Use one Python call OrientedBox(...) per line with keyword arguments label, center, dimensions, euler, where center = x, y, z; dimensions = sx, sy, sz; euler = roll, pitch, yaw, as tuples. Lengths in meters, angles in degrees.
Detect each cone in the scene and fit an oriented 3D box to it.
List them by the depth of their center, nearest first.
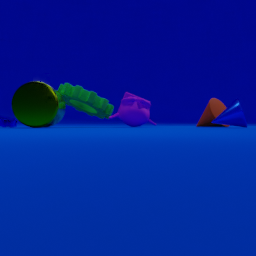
OrientedBox(label="cone", center=(2.947, -0.307, 8.376), dimensions=(0.914, 0.911, 0.911), euler=(-19, -5, 18))
OrientedBox(label="cone", center=(2.772, -0.288, 9.706), dimensions=(1.094, 1.094, 1.099), euler=(-1, -26, -41))

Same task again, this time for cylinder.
OrientedBox(label="cylinder", center=(-2.595, -0.659, 8.317), dimensions=(1.287, 1.287, 1.287), euler=(0, 1, -3))

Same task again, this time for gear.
OrientedBox(label="gear", center=(-4.221, -0.253, 8.968), dimensions=(1.247, 0.231, 1.247), euler=(11, 3, -1))
OrientedBox(label="gear", center=(-1.466, -0.887, 9.617), dimensions=(1.960, 0.362, 1.960), euler=(21, -12, 5))

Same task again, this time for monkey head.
OrientedBox(label="monkey head", center=(0.173, -0.521, 9.013), dimensions=(1.556, 0.938, 1.120), euler=(8, 7, -11))

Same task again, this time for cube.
OrientedBox(label="cube", center=(0.195, -0.712, 11.101), dimensions=(1.029, 1.029, 1.029), euler=(22, 1, -1))
